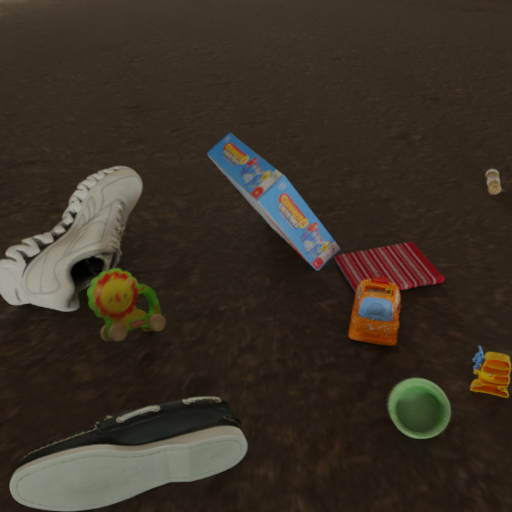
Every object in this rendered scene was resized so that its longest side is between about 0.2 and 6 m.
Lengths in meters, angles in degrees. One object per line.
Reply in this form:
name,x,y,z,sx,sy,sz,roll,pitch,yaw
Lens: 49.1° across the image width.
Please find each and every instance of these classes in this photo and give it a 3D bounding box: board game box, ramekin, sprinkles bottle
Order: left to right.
board game box,0.320,-1.014,10.428,0.615,2.199,2.153,-43,42,1
ramekin,2.072,1.977,7.181,0.743,0.363,0.743,-4,64,8
sprinkles bottle,5.612,-1.755,13.254,0.288,0.288,0.845,9,34,13

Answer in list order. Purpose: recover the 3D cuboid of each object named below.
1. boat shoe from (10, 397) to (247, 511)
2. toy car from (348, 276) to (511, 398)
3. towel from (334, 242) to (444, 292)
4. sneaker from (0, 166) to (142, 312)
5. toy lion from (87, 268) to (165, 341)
boat shoe,-1.447,2.248,6.556,2.624,0.992,0.791,0,32,-23
toy car,2.621,0.978,8.494,2.691,0.895,1.320,18,37,27
towel,2.418,0.252,10.261,1.689,0.190,1.221,-9,36,-11
sneaker,-2.900,-0.316,10.027,1.417,1.314,3.496,14,48,19
toy lion,-1.997,0.712,8.537,1.114,1.068,0.382,-9,-1,-43
